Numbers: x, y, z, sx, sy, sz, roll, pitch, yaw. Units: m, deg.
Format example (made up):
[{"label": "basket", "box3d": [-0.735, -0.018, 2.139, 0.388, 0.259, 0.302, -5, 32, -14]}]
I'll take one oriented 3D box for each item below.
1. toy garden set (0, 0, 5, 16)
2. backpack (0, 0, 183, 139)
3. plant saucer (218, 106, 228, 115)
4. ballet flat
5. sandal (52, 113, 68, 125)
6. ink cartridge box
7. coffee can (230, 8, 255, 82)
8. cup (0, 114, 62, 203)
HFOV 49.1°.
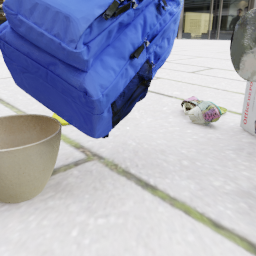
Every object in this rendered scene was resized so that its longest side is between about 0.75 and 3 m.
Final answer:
[{"label": "toy garden set", "box3d": [-2.836, -2.698, 5.447, 1.619, 1.349, 0.323, -42, 24, -31]}, {"label": "backpack", "box3d": [-0.357, -1.662, 4.780, 2.333, 2.409, 2.871, 36, 64, 10]}, {"label": "plant saucer", "box3d": [3.035, -0.607, 9.849, 0.880, 0.137, 0.880, 0, 22, 0]}, {"label": "ballet flat", "box3d": [2.251, -0.561, 9.117, 0.775, 0.753, 2.178, -20, 18, -1]}, {"label": "sandal", "box3d": [-1.197, -0.766, 8.996, 2.493, 1.085, 0.991, -7, 20, -22]}, {"label": "ink cartridge box", "box3d": [4.122, -0.448, 7.147, 1.040, 1.784, 2.465, -6, 22, -14]}, {"label": "coffee can", "box3d": [3.174, -1.639, 5.464, 1.828, 1.338, 1.338, -8, 23, -18]}, {"label": "cup", "box3d": [-2.075, 0.600, 5.184, 1.775, 1.270, 1.775, 0, 22, 0]}]
